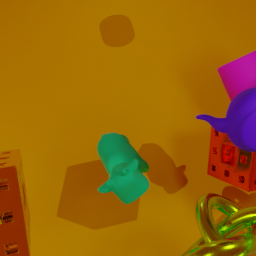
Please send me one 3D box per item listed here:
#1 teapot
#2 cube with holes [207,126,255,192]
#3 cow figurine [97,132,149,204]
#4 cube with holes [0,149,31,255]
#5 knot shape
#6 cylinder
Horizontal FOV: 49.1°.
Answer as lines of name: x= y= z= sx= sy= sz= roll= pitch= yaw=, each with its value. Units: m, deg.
teapot: x=1.742 y=-0.157 z=3.883 sx=1.510 sy=0.939 sz=0.740 roll=-9 pitch=31 yaw=5
cube with holes: x=2.578 y=0.544 z=5.957 sx=1.168 sy=1.168 sz=1.168 roll=-1 pitch=98 yaw=-25
cow figurine: x=-0.174 y=0.709 z=5.645 sx=0.913 sy=1.637 sz=1.664 roll=-39 pitch=65 yaw=8
cube with holes: x=-2.338 y=1.223 z=4.349 sx=1.391 sy=1.391 sz=1.391 roll=-8 pitch=98 yaw=-19
knot shape: x=1.459 y=1.692 z=4.171 sx=1.630 sy=1.741 sz=0.805 roll=-21 pitch=107 yaw=-14
cylinder: x=2.785 y=-1.090 z=6.383 sx=1.124 sy=1.124 sz=1.124 roll=-25 pitch=93 yaw=-9
